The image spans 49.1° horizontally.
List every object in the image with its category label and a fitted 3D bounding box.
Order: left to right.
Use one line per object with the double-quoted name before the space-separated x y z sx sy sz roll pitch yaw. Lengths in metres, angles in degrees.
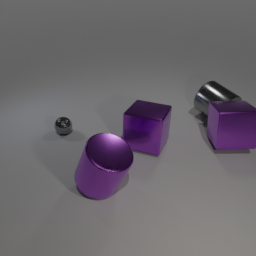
"ball" -2.552 -0.096 11.048 0.700 0.700 0.700 0 32 0
"cylinder" -0.719 1.098 8.110 1.400 1.400 1.400 15 42 -14
"cube" 0.701 -0.059 10.219 1.400 1.400 1.400 12 29 18
"cylinder" 3.730 -1.047 11.700 1.400 1.400 1.400 -20 46 -28
"cube" 3.773 -0.132 10.191 1.400 1.400 1.400 -2 21 1
